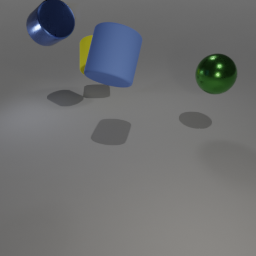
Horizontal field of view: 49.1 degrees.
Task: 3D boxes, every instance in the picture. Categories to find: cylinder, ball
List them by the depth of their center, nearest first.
[{"bbox_3d":[-0.415,-2.022,7.954,1.400,1.400,1.400,13,-4,1],"label":"cylinder"},{"bbox_3d":[3.055,-1.867,9.736,1.400,1.400,1.400,0,30,0],"label":"ball"},{"bbox_3d":[-2.901,-3.894,10.462,1.400,1.400,1.400,-22,15,-33],"label":"cylinder"},{"bbox_3d":[-1.502,-3.262,12.832,1.400,1.400,1.400,-2,74,-3],"label":"cylinder"}]
